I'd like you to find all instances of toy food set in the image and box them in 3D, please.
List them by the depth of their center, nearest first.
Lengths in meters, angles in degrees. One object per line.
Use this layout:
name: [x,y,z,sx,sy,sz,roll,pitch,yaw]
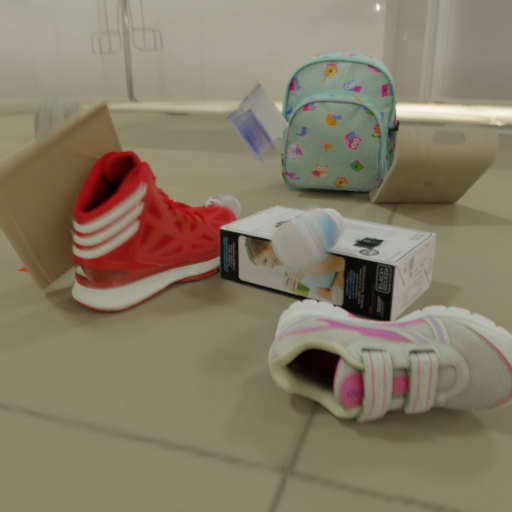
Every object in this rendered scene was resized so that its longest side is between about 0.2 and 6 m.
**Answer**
toy food set: [3.806,-1.977,12.468,2.027,0.853,2.824,0,-18,-1]

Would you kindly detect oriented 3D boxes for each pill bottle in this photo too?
pill bottle: [0.712,-0.273,7.209,0.579,0.579,1.064,13,24,32]
pill bottle: [-0.728,-0.986,11.728,0.542,0.542,0.935,-8,10,-22]

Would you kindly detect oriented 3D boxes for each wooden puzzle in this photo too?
wooden puzzle: [-2.683,-0.857,7.997,0.420,2.256,2.087,29,57,28]

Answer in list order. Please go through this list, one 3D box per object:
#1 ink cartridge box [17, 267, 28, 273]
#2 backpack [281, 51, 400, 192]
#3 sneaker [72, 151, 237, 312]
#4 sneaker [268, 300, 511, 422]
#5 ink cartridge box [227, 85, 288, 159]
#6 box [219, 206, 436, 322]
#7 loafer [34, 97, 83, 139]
ink cartridge box: [-3.510,0.067,9.505,0.683,0.240,0.840,7,17,18]
backpack: [2.054,-3.329,14.089,3.019,3.435,2.633,5,21,14]
sneaker: [-1.319,-0.679,8.608,1.374,2.026,3.507,17,30,23]
sneaker: [1.254,1.140,5.473,2.587,1.052,1.141,0,19,25]
ink cartridge box: [0.008,-1.905,7.979,0.741,0.750,0.176,-49,30,-13]
box: [1.055,0.008,8.646,2.913,0.876,1.699,13,24,32]
loafer: [-2.905,-1.275,8.466,0.785,2.250,0.787,25,32,29]
